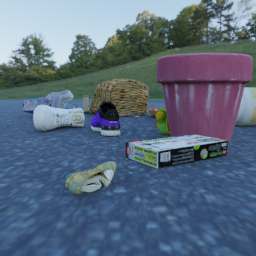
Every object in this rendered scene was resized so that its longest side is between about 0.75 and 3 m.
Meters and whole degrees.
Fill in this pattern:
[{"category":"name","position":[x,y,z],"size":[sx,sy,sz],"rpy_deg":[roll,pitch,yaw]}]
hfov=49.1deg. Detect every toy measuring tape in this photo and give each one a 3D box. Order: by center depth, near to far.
[{"category":"toy measuring tape","position":[1.506,-0.045,9.470],"size":[0.760,0.760,2.067],"rpy_deg":[6,-13,38]}]

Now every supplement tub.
[{"category":"supplement tub","position":[5.022,-0.860,11.268],"size":[2.125,1.545,1.545],"rpy_deg":[0,7,-9]}]

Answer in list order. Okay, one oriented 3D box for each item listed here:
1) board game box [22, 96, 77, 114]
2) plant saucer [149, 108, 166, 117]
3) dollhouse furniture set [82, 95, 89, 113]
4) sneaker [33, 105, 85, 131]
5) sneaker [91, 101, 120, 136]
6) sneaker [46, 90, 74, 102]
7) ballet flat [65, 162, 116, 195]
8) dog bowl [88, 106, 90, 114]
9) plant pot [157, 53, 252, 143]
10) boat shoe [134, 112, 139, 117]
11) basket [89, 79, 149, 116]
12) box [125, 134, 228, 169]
[{"category":"board game box","position":[-3.930,-1.075,14.801],"size":[2.247,0.694,2.249],"rpy_deg":[-4,-12,37]},{"category":"plant saucer","position":[2.536,-0.803,15.056],"size":[2.850,0.460,2.850],"rpy_deg":[0,7,0]},{"category":"dollhouse furniture set","position":[-1.591,-1.530,17.493],"size":[2.266,1.003,1.175],"rpy_deg":[-2,-7,-19]},{"category":"sneaker","position":[-2.373,-0.421,10.315],"size":[1.472,0.938,2.547],"rpy_deg":[-2,6,6]},{"category":"sneaker","position":[-0.748,-0.397,9.541],"size":[0.753,1.077,2.166],"rpy_deg":[-3,9,-21]},{"category":"sneaker","position":[-3.725,-1.582,15.180],"size":[1.718,0.627,0.608],"rpy_deg":[-5,-38,26]},{"category":"ballet flat","position":[-0.446,0.740,4.063],"size":[0.350,0.350,0.991],"rpy_deg":[6,9,38]},{"category":"dog bowl","position":[-2.419,-1.173,17.726],"size":[0.234,0.526,0.944],"rpy_deg":[9,3,-25]},{"category":"plant pot","position":[2.062,-0.785,7.828],"size":[2.561,2.292,2.561],"rpy_deg":[0,7,0]},{"category":"boat shoe","position":[0.465,-0.723,15.171],"size":[0.280,0.252,0.777],"rpy_deg":[-1,8,-7]},{"category":"basket","position":[-0.546,-1.777,16.120],"size":[2.931,2.092,2.184],"rpy_deg":[-5,10,-36]},{"category":"box","position":[1.062,0.441,5.991],"size":[1.985,0.345,1.092],"rpy_deg":[-5,9,-33]}]
